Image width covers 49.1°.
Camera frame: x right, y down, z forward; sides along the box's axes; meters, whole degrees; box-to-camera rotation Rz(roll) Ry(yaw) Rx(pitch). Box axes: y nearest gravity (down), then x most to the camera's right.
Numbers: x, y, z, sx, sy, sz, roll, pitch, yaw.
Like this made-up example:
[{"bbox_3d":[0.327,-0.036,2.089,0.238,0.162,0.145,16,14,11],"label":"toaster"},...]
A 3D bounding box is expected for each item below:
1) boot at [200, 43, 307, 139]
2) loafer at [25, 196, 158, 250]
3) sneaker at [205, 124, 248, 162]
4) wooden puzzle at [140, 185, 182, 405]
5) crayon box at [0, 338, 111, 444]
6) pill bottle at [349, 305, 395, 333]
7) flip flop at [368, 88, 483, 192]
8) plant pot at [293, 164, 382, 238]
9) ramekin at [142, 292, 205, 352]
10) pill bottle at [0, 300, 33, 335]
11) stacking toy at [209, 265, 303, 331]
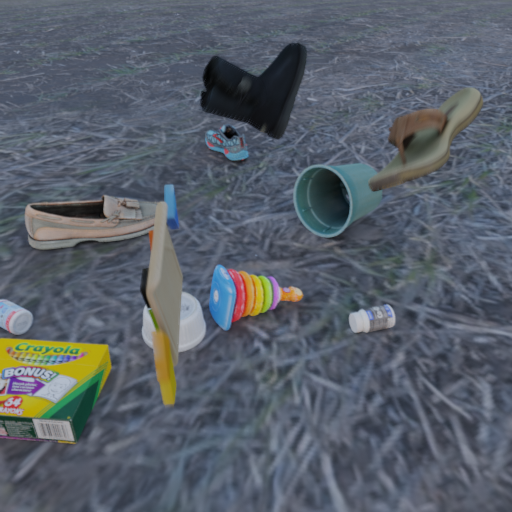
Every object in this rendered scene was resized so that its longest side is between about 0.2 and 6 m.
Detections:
[{"bbox_3d":[-0.071,-4.184,12.996,2.130,2.535,0.968,20,-11,-21],"label":"boot"},{"bbox_3d":[-3.407,-0.852,12.009,2.917,0.917,1.049,-12,35,-18],"label":"loafer"},{"bbox_3d":[-0.815,-3.393,16.005,0.736,0.887,1.857,-23,39,-31],"label":"sneaker"},{"bbox_3d":[-1.162,0.374,6.967,0.297,1.716,2.543,-3,38,0],"label":"wooden puzzle"},{"bbox_3d":[-3.189,1.892,8.100,1.749,0.510,1.509,3,33,5],"label":"crayon box"},{"bbox_3d":[1.957,1.076,9.493,0.693,0.394,0.394,-9,34,-14],"label":"pill bottle"},{"bbox_3d":[2.665,-2.010,9.023,3.048,0.878,1.236,-46,18,-29],"label":"flip flop"},{"bbox_3d":[1.909,-1.364,12.398,1.569,1.569,1.537,28,35,36],"label":"plant pot"},{"bbox_3d":[-1.389,1.057,9.366,1.072,0.563,1.072,0,32,0],"label":"ramekin"},{"bbox_3d":[-4.247,1.010,9.551,0.812,0.441,0.441,19,37,26],"label":"pill bottle"},{"bbox_3d":[0.076,0.685,9.858,1.673,0.918,0.971,0,28,-22],"label":"stacking toy"}]
